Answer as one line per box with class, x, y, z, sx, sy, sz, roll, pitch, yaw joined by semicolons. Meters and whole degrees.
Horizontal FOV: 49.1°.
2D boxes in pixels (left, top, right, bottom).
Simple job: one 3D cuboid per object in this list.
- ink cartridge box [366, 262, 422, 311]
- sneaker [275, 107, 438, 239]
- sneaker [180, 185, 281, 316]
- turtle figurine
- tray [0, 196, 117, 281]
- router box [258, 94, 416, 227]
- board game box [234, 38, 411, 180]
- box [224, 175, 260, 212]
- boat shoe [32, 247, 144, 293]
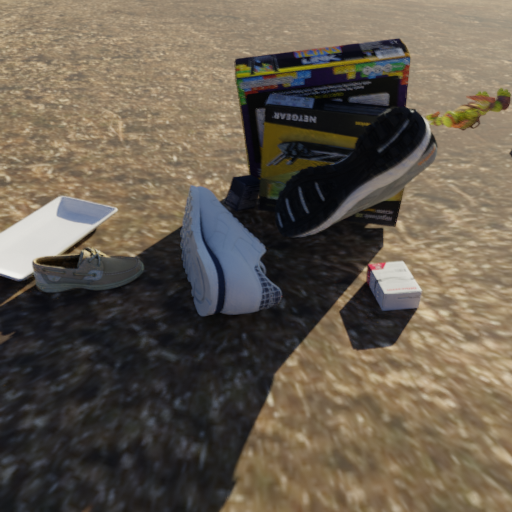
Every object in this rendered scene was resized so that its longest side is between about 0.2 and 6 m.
ink cartridge box;2.337;0.512;9.570;0.662;0.380;0.912;-4;33;-6
sneaker;1.731;-1.200;9.913;1.302;3.285;1.214;19;47;-50
sneaker;-0.586;-0.140;10.013;1.320;1.252;3.279;-2;40;-16
turtle figurine;3.542;-2.364;9.177;1.345;0.537;1.667;-25;7;-25
tray;-4.124;-0.340;10.944;1.519;0.314;2.829;14;36;19
router box;1.536;-1.866;11.082;2.863;2.251;0.748;7;34;6
board game box;1.404;-2.909;11.968;3.430;2.835;0.973;-6;45;2
box;-0.262;-1.358;12.012;0.404;0.650;0.655;36;30;25
boat shoe;-2.942;0.197;9.843;1.873;0.608;0.676;-5;34;-8
